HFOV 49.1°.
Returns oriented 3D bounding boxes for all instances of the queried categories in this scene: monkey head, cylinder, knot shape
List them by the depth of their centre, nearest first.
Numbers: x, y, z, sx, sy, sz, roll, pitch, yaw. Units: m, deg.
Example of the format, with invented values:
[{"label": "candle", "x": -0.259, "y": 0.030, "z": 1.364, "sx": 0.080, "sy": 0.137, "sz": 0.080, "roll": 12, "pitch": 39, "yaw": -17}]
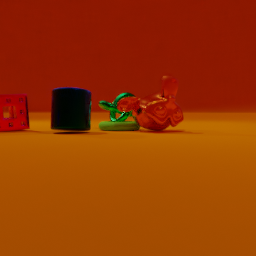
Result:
[{"label": "cylinder", "x": -1.353, "y": -0.417, "z": 6.691, "sx": 0.941, "sy": 0.941, "sz": 0.941, "roll": 1, "pitch": -4, "yaw": 0}, {"label": "monkey head", "x": 0.760, "y": -0.615, "z": 7.131, "sx": 1.913, "sy": 1.377, "sz": 1.153, "roll": 8, "pitch": 2, "yaw": -31}, {"label": "knot shape", "x": -0.304, "y": -0.596, "z": 8.127, "sx": 1.148, "sy": 0.567, "sz": 1.227, "roll": 11, "pitch": 36, "yaw": 19}]

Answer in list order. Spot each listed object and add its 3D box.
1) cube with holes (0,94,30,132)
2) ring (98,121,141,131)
[{"label": "cube with holes", "x": -3.192, "y": -0.407, "z": 7.344, "sx": 0.906, "sy": 0.906, "sz": 0.906, "roll": -6, "pitch": 6, "yaw": -34}, {"label": "ring", "x": -0.230, "y": -0.065, "z": 7.708, "sx": 1.161, "sy": 0.232, "sz": 1.161, "roll": 0, "pitch": 3, "yaw": 0}]
